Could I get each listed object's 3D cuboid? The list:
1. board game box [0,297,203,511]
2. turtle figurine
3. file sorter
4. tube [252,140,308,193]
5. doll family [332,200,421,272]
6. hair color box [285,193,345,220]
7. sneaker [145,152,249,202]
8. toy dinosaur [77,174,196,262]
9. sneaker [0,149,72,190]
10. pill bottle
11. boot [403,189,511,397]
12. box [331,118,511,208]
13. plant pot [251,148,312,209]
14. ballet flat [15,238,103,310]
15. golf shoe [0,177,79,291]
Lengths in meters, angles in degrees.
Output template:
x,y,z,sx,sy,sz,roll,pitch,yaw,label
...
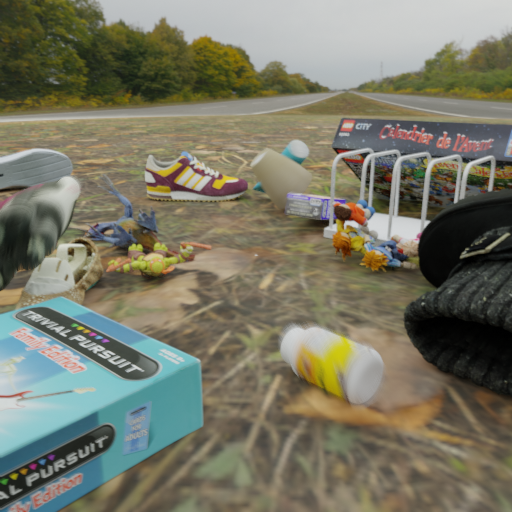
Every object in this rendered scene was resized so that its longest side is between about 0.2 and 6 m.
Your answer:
x,y,z,sx,sy,sz,roll,pitch,yaw,label
-2.229,1.251,4.359,2.200,0.684,2.914,15,23,39,board game box
-1.479,0.071,8.426,1.533,0.494,1.236,-16,13,-15,turtle figurine
2.802,-1.061,10.232,2.550,1.587,1.769,12,21,36,file sorter
0.599,-1.991,13.226,0.732,0.476,1.890,16,-30,-16,tube
1.914,-0.164,8.987,1.968,0.887,1.221,31,24,27,doll family
1.206,-0.989,11.212,0.764,0.453,1.398,11,10,25,hair color box
-1.453,-1.976,13.815,2.559,1.153,0.959,-2,18,-6,sneaker
-2.318,-0.311,9.754,1.116,2.126,1.929,-46,9,-17,toy dinosaur
-6.534,-2.343,15.123,2.967,1.084,1.051,-14,25,-37,sneaker
0.698,1.011,5.392,0.517,0.517,0.946,-16,23,-41,pill bottle
2.482,0.339,6.360,2.489,1.253,3.330,-43,5,-23,boot
3.944,-1.838,11.844,3.992,0.752,2.726,13,-11,37,box
0.460,-1.786,12.295,1.130,1.059,1.059,41,4,-21,plant pot
-2.576,0.296,7.280,0.814,0.754,2.309,-1,18,-3,ballet flat
-2.841,-0.219,6.452,2.201,0.850,0.969,-16,32,33,golf shoe
